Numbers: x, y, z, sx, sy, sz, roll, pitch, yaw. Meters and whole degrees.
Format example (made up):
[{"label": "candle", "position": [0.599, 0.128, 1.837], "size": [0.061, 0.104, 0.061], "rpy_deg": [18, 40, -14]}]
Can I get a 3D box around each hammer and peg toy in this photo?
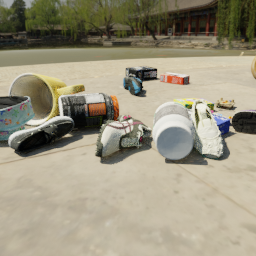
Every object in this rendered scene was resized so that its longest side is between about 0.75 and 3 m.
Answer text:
[{"label": "hammer and peg toy", "position": [4.931, -1.204, 14.296], "size": [0.878, 0.421, 1.194], "rpy_deg": [15, 25, 31]}]

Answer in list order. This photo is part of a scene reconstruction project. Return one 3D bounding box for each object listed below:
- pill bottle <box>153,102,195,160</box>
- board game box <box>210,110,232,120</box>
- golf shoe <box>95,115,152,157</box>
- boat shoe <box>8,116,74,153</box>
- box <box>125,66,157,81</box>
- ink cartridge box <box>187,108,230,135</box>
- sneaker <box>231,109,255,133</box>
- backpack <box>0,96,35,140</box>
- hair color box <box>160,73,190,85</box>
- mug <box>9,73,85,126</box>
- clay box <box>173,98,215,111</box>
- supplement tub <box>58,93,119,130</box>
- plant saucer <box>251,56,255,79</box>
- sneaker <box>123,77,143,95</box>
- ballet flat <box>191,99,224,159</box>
[{"label": "pill bottle", "position": [1.542, 0.040, 9.603], "size": [1.380, 1.380, 2.440], "rpy_deg": [2, 20, 6]}, {"label": "board game box", "position": [3.827, -0.623, 12.294], "size": [1.211, 0.157, 1.211], "rpy_deg": [15, 7, -11]}, {"label": "golf shoe", "position": [-0.133, 0.256, 9.601], "size": [1.221, 1.070, 2.772], "rpy_deg": [18, 27, 20]}, {"label": "boat shoe", "position": [-2.917, 0.282, 9.921], "size": [2.450, 0.841, 0.694], "rpy_deg": [-23, 36, -34]}, {"label": "box", "position": [1.034, -4.245, 21.742], "size": [1.969, 0.848, 1.613], "rpy_deg": [-11, 23, -27]}, {"label": "ink cartridge box", "position": [2.732, -0.280, 11.606], "size": [1.217, 0.572, 2.589], "rpy_deg": [-18, 27, -37]}, {"label": "sneaker", "position": [5.744, -0.315, 11.059], "size": [2.982, 1.129, 1.305], "rpy_deg": [11, 18, 27]}, {"label": "backpack", "position": [-4.659, -0.442, 10.455], "size": [2.160, 1.626, 1.918], "rpy_deg": [-9, 19, 11]}, {"label": "hair color box", "position": [3.414, -3.622, 20.459], "size": [1.887, 0.603, 1.046], "rpy_deg": [14, 25, 35]}, {"label": "mug", "position": [-3.475, -1.285, 12.575], "size": [2.741, 2.195, 2.250], "rpy_deg": [20, 16, 10]}, {"label": "clay box", "position": [3.133, -1.136, 13.897], "size": [1.962, 0.467, 1.127], "rpy_deg": [-3, 20, -21]}, {"label": "supplement tub", "position": [-1.620, -0.713, 11.569], "size": [2.330, 1.428, 1.428], "rpy_deg": [-6, 21, -18]}, {"label": "plant saucer", "position": [9.840, -4.407, 19.564], "size": [0.460, 2.596, 2.596], "rpy_deg": [3, 13, -46]}, {"label": "sneaker", "position": [0.499, -2.770, 17.601], "size": [1.133, 1.012, 2.765], "rpy_deg": [-5, 21, -13]}, {"label": "ballet flat", "position": [2.654, -0.122, 9.845], "size": [1.004, 1.004, 2.798], "rpy_deg": [0, 36, 1]}]
